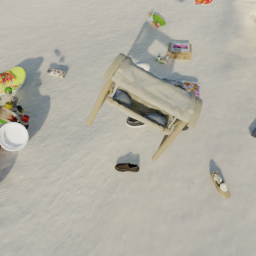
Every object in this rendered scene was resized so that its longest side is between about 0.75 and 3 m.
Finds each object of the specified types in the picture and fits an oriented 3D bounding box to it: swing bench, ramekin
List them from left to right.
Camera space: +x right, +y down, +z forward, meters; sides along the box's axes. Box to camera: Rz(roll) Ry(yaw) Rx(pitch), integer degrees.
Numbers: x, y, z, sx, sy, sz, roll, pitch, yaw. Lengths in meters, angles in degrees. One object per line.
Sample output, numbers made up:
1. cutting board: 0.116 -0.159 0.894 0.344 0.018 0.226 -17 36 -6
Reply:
1. ramekin: -4.361 0.326 10.758 1.087 1.087 0.530 -11 2 -11
2. swing bench: 0.478 -0.683 8.262 2.592 2.606 1.691 30 56 -3

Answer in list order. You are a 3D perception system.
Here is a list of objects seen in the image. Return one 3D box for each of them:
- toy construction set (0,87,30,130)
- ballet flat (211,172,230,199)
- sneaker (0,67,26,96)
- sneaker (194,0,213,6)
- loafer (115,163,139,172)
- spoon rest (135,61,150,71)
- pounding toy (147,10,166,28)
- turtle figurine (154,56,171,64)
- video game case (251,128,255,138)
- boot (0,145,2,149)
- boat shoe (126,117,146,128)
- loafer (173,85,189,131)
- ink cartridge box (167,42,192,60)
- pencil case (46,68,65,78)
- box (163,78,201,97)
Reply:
1. toy construction set: -5.102 -0.925 11.245 2.055 2.463 1.893 -6 38 -19
2. ballet flat: 3.153 1.918 9.557 0.371 0.344 1.053 -14 45 -15
3. sneaker: -5.889 -2.131 13.027 1.052 1.216 2.692 47 61 0
4. sneaker: 2.946 -4.933 10.776 0.800 0.340 0.308 -15 77 -2
5. loafer: -0.033 1.379 10.142 0.905 0.323 0.330 2 43 2
6. spoon rest: 0.159 -1.933 10.388 0.830 1.670 0.506 -2 70 -38
7. pounding toy: 1.848 -7.274 19.037 1.409 0.654 1.087 34 8 -13
8. turtle figurine: 1.889 -3.790 15.537 0.693 0.466 0.926 -14 27 -34
9. video game case: 6.430 0.366 11.309 2.318 0.220 1.656 31 51 30
10. boot: -5.012 1.217 9.947 2.498 0.905 1.802 28 49 31
11. boat shoe: 0.913 -0.648 12.041 2.205 0.665 0.814 -17 46 -17
12. loafer: 2.302 -1.079 12.091 0.890 0.884 2.445 -5 51 3
13. ink cartridge box: 2.987 -4.453 16.195 1.370 0.515 1.129 4 45 6
14. pencil case: -3.741 -2.846 14.594 0.957 0.372 0.428 14 68 14
15. box: 2.492 -1.798 13.476 1.891 0.370 1.294 10 44 10
